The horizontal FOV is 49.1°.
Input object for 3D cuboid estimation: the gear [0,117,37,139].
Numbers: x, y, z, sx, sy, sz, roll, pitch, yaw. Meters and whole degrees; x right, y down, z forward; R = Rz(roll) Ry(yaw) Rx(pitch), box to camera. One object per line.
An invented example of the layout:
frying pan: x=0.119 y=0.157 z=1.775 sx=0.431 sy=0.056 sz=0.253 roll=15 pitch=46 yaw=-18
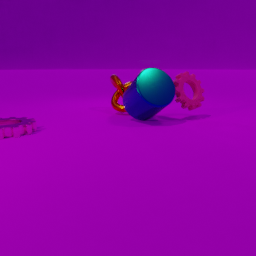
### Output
gear: x=-3.050 y=-0.023 z=7.062 sx=1.408 sy=0.260 sz=1.408 roll=0 pitch=13 yaw=0

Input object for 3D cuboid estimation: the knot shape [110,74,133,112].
knot shape: x=-0.102 y=-1.277 z=9.922 sx=0.749 sy=1.517 sz=1.621 roll=-44 pitch=-4 yaw=39

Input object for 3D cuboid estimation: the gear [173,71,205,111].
gear: x=1.872 y=-1.144 z=8.653 sx=1.181 sy=1.181 sz=0.218 roll=-9 pitch=-7 yaw=-34

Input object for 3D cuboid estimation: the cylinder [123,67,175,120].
cylinder: x=0.585 y=-0.962 z=8.191 sx=1.197 sy=1.197 sz=1.197 roll=-5 pitch=-15 yaw=-22
